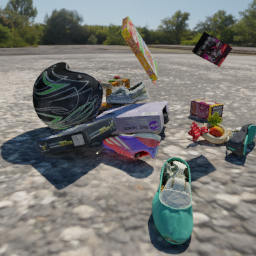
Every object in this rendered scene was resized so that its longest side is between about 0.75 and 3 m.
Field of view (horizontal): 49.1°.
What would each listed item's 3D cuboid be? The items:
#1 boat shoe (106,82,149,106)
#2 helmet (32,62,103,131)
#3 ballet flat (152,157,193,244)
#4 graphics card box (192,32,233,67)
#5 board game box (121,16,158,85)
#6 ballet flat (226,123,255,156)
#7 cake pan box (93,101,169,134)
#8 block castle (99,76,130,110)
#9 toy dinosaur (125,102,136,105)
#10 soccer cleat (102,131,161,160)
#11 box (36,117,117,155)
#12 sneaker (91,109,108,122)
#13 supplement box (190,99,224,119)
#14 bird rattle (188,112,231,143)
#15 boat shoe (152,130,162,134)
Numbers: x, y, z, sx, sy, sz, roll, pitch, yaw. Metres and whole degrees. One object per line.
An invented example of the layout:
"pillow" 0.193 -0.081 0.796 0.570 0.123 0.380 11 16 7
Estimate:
"boat shoe" -0.028 -1.520 12.503 0.991 0.862 2.688 -3 10 42
"helmet" -2.238 -1.077 10.490 2.528 2.528 2.410 -13 38 -33
"ballet flat" 0.976 1.297 5.960 0.826 0.863 2.452 9 21 5
"graphics card box" 2.966 -2.743 9.839 1.270 0.797 0.323 18 28 -29
"board game box" 0.603 -3.283 12.122 0.431 2.873 1.373 -21 40 20
"ballet flat" 3.684 0.295 9.207 0.760 0.760 2.081 12 24 31
"cake pan box" 0.270 -0.438 10.754 2.579 0.675 2.375 -4 17 15
"block castle" -0.803 -1.611 13.417 1.088 1.549 2.318 7 19 24
"toy dinosaur" 0.138 -1.201 13.626 0.930 0.535 1.840 19 53 6
"soccer cleat" 0.010 0.576 8.484 2.079 0.761 0.709 -5 -21 35
"box" -1.585 0.239 8.690 2.005 0.511 1.581 -11 10 33
"sneaker" -1.344 -0.542 11.876 1.408 0.531 0.558 -16 23 -40
"supplement box" 3.528 -0.855 12.595 0.814 0.642 1.244 -12 22 -32
"bird rattle" 2.920 0.075 9.829 1.495 0.842 1.218 -20 43 -38
"boat shoe" 0.790 0.209 10.051 0.941 0.338 0.280 -22 -17 -30
